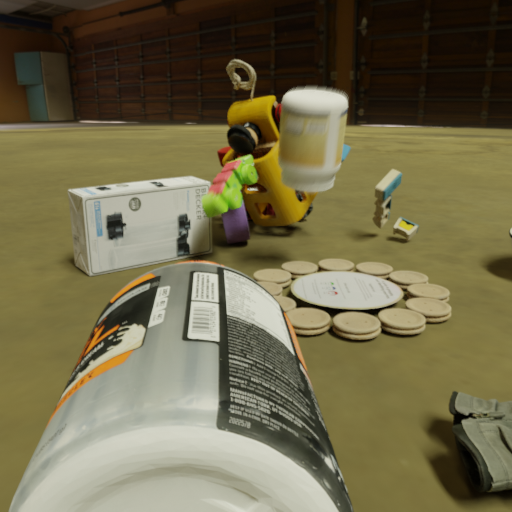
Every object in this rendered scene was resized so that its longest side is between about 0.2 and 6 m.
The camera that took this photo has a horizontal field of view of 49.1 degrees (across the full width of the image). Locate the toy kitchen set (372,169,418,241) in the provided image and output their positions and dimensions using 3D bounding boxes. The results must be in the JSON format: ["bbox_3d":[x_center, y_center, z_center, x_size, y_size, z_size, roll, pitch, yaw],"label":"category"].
[{"bbox_3d":[2.989,-1.033,11.577,0.909,1.134,0.668,30,61,28],"label":"toy kitchen set"}]

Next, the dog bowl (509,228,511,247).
[{"bbox_3d":[5.349,0.014,9.521,2.013,0.742,2.013,-1,17,0],"label":"dog bowl"}]

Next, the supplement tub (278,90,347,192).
[{"bbox_3d":[0.900,-1.887,9.181,1.056,1.463,1.056,3,27,-1],"label":"supplement tub"}]

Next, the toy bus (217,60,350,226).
[{"bbox_3d":[0.100,-2.008,11.751,2.995,2.826,1.547,31,55,2],"label":"toy bus"}]

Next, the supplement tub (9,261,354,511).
[{"bbox_3d":[-0.460,1.124,4.010,1.783,1.783,2.910,-1,16,-4],"label":"supplement tub"}]

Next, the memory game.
[{"bbox_3d":[1.355,0.577,8.581,3.192,0.203,3.192,0,16,0],"label":"memory game"}]

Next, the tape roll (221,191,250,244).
[{"bbox_3d":[-0.480,-0.841,11.548,0.487,1.146,1.146,-12,18,-3],"label":"tape roll"}]

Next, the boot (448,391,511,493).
[{"bbox_3d":[2.388,1.687,4.173,1.553,0.805,2.377,-4,9,4],"label":"boot"}]

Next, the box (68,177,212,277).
[{"bbox_3d":[-2.060,-0.612,10.348,2.512,1.465,0.755,-11,20,-35],"label":"box"}]

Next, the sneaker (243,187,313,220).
[{"bbox_3d":[0.281,-1.300,13.778,2.221,0.785,1.085,0,19,5],"label":"sneaker"}]

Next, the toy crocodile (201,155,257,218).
[{"bbox_3d":[-0.502,-1.303,10.122,0.645,0.590,1.910,-9,36,32],"label":"toy crocodile"}]
